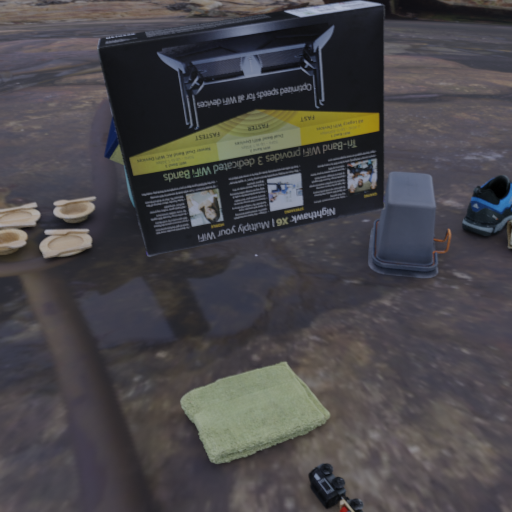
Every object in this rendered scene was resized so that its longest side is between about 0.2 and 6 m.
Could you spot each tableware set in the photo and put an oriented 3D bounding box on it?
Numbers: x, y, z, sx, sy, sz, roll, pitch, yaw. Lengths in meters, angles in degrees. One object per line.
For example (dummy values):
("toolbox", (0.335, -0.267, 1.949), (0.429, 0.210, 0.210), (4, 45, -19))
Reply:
("tableware set", (-4.702, -0.630, 12.165), (2.319, 0.322, 2.776), (-6, 30, -10))

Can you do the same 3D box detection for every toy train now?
("toy train", (1.077, 2.886, 5.995), (0.378, 0.282, 1.651), (-19, 34, -24))

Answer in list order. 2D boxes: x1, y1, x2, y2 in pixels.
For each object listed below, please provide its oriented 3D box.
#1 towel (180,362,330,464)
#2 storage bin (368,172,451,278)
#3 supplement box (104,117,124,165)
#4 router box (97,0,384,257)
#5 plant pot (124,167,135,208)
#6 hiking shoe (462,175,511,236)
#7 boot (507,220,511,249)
("towel", (-0.017, 2.047, 7.449), (1.722, 0.314, 1.277), (-13, 33, -23))
("storage bin", (3.116, -0.715, 11.208), (1.550, 1.430, 2.130), (6, 31, 11))
("supplement box", (-2.127, -2.258, 10.572), (1.124, 0.756, 1.126), (20, 52, -27))
("router box", (-0.062, -1.964, 8.707), (4.058, 3.191, 1.060), (-11, 29, -8))
("plant pot", (-2.290, -1.853, 13.266), (1.519, 1.520, 2.150), (-17, 24, -27))
("hiking shoe", (5.631, -1.287, 12.515), (2.563, 1.111, 0.954), (-25, 38, -37))
("boot", (5.811, -0.241, 11.148), (1.403, 0.654, 1.814), (7, 25, 10))
